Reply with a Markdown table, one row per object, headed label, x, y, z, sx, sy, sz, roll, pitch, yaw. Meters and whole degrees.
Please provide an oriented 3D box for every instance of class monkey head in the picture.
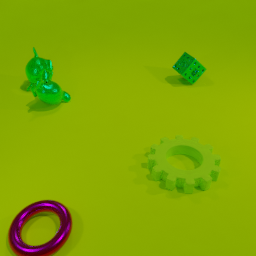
| label | x | y | z | sx | sy | sz | roll | pitch | yaw |
| --- | --- | --- | --- | --- | --- | --- | --- | --- | --- |
| monkey head | -3.367 | -2.178 | 10.681 | 0.992 | 1.646 | 1.184 | 10 | 12 | -12 |
| monkey head | -2.652 | -1.386 | 9.525 | 0.961 | 1.147 | 1.594 | 9 | -9 | 32 |

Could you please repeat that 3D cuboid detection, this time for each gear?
| label | x | y | z | sx | sy | sz | roll | pitch | yaw |
| --- | --- | --- | --- | --- | --- | --- | --- | --- | --- |
| gear | 1.436 | 0.871 | 7.241 | 1.821 | 0.337 | 1.821 | 0 | 36 | 0 |

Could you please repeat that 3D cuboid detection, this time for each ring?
| label | x | y | z | sx | sy | sz | roll | pitch | yaw |
| --- | --- | --- | --- | --- | --- | --- | --- | --- | --- |
| ring | -1.762 | 2.013 | 5.659 | 1.283 | 0.257 | 1.283 | -3 | 41 | 2 |

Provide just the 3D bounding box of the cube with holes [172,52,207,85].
| label | x | y | z | sx | sy | sz | roll | pitch | yaw |
| --- | --- | --- | --- | --- | --- | --- | --- | --- | --- |
| cube with holes | 2.389 | -2.335 | 10.958 | 0.785 | 0.785 | 0.785 | 28 | 18 | -37 |
